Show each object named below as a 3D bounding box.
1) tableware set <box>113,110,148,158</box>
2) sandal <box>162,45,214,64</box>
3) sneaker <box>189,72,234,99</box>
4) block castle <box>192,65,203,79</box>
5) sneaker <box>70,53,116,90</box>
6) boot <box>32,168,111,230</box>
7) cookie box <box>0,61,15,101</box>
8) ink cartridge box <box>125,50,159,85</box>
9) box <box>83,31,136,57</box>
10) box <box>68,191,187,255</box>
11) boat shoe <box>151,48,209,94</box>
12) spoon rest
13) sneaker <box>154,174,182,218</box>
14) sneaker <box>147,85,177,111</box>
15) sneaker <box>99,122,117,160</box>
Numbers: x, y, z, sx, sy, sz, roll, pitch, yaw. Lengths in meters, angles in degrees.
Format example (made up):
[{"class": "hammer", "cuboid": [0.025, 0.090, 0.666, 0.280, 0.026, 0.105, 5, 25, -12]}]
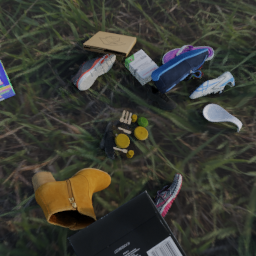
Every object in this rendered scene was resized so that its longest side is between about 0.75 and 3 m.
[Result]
[{"class": "tableware set", "cuboid": [0.131, 0.231, 9.761, 1.114, 0.254, 1.654, 19, 61, -10]}, {"class": "sandal", "cuboid": [2.381, -2.960, 11.114, 2.123, 0.522, 0.864, -14, 67, -6]}, {"class": "sneaker", "cuboid": [3.137, -1.486, 10.424, 1.828, 0.657, 0.662, -25, 82, -6]}, {"class": "block castle", "cuboid": [2.485, -2.209, 10.860, 0.795, 0.373, 0.531, -1, 66, 1]}, {"class": "sneaker", "cuboid": [-1.375, -2.405, 10.754, 0.873, 0.821, 2.131, 35, 68, 24]}, {"class": "boot", "cuboid": [-1.250, 1.980, 7.802, 1.921, 2.684, 0.944, 40, 114, 47]}, {"class": "cookie box", "cuboid": [-5.190, -1.727, 10.527, 1.344, 0.590, 1.571, -26, 69, -12]}, {"class": "ink cartridge box", "cuboid": [0.548, -2.347, 10.864, 0.836, 0.482, 1.146, -34, 70, -14]}, {"class": "box", "cuboid": [-0.635, -3.288, 10.845, 1.642, 0.214, 2.008, 12, 33, 6]}, {"class": "box", "cuboid": [-0.002, 3.099, 7.173, 2.096, 2.822, 1.754, -28, 70, -12]}, {"class": "boat shoe", "cuboid": [1.920, -2.104, 10.213, 2.666, 1.122, 0.915, -30, 113, -20]}, {"class": "spoon rest", "cuboid": [3.396, -0.378, 10.026, 1.459, 0.442, 0.725, 28, 69, 11]}, {"class": "sneaker", "cuboid": [1.216, 2.097, 8.828, 0.591, 0.638, 1.583, 30, 70, 15]}, {"class": "sneaker", "cuboid": [1.230, -1.102, 10.275, 1.258, 0.571, 0.478, 33, 68, 12]}, {"class": "sneaker", "cuboid": [-0.566, 0.434, 9.723, 0.643, 0.370, 1.233, 18, 72, 8]}]
